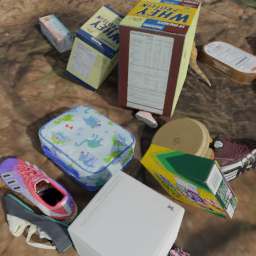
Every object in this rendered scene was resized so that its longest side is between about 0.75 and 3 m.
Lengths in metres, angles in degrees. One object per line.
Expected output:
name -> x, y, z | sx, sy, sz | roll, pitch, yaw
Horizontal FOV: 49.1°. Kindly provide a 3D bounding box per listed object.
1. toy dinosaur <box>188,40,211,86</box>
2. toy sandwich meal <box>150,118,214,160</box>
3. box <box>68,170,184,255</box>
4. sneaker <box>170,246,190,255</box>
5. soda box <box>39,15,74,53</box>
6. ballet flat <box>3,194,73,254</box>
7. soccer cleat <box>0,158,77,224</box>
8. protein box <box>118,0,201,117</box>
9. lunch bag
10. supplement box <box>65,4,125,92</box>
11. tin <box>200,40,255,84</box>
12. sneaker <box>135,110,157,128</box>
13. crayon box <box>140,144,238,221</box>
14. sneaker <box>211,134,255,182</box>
toy dinosaur -> 2.518, -3.022, 11.644 | 1.554, 0.884, 2.925 | 2, 49, 0
toy sandwich meal -> 1.631, 0.592, 8.434 | 2.058, 0.705, 2.058 | -18, 47, 21
box -> -0.009, 2.395, 6.371 | 1.857, 1.591, 1.848 | 28, 55, 23
sneaker -> 1.383, 3.145, 6.608 | 0.390, 0.323, 0.818 | -23, 53, -33
soda box -> -3.310, -4.384, 12.938 | 0.766, 0.712, 2.239 | -25, 54, -21
ballet flat -> -2.388, 2.407, 6.935 | 2.290, 0.836, 0.836 | 22, 52, 15
soccer cleat -> -2.516, 1.473, 7.557 | 2.820, 1.032, 0.962 | 31, 55, 24
protein box -> 1.041, -2.524, 9.609 | 1.965, 2.913, 2.892 | 15, 43, 12
lunch bag -> -1.252, 0.509, 8.325 | 2.545, 1.049, 2.046 | 31, 50, 24
supplement box -> -1.034, -2.941, 10.443 | 1.409, 2.096, 2.098 | 32, 53, -4
tin -> 4.294, -2.805, 11.693 | 1.565, 0.585, 2.794 | -36, 58, -23
sneaker -> 0.732, -0.380, 9.654 | 0.901, 0.339, 0.471 | 32, 58, 28
crayon box -> 1.430, 1.250, 6.442 | 1.653, 1.916, 0.558 | 11, 61, 43
sneaker -> 3.419, 0.566, 8.464 | 2.452, 0.928, 1.416 | -19, 48, -15
